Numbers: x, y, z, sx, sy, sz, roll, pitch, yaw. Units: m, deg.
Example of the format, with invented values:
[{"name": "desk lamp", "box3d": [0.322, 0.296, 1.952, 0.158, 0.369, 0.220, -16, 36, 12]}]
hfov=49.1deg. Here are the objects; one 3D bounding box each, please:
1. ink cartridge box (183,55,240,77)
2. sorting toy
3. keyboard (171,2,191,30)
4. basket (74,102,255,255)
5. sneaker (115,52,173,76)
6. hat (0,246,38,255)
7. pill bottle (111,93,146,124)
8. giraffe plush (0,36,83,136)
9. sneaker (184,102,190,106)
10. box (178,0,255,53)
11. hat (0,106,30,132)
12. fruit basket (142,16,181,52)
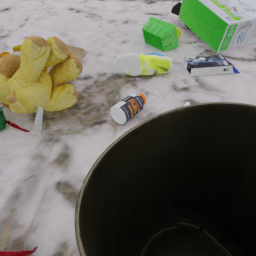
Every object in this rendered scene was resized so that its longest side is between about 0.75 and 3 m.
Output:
[{"name": "ink cartridge box", "box3d": [3.047, -2.293, 10.201, 1.898, 0.372, 0.944, -5, 39, -8]}, {"name": "sorting toy", "box3d": [-3.327, -2.635, 10.629, 2.911, 0.390, 2.169, 21, 49, 25]}, {"name": "keyboard", "box3d": [3.332, -5.049, 13.412, 2.918, 0.578, 1.519, 31, 52, 17]}, {"name": "basket", "box3d": [0.812, 1.549, 3.404, 2.683, 2.975, 2.023, -30, 48, -30]}, {"name": "sneaker", "box3d": [0.567, -2.330, 10.082, 2.008, 0.761, 1.055, 6, 25, 1]}, {"name": "hat", "box3d": [-3.426, 2.317, 4.601, 2.504, 2.204, 2.074, 2, 62, 46]}, {"name": "pill bottle", "box3d": [0.054, -0.603, 7.945, 0.576, 0.576, 1.085, 27, 46, 29]}, {"name": "giraffe plush", "box3d": [-2.929, -1.290, 7.995, 2.187, 2.327, 2.697, 14, 76, 31]}, {"name": "sneaker", "box3d": [1.511, -0.468, 7.963, 0.397, 0.342, 0.939, 16, 43, 15]}, {"name": "box", "box3d": [4.123, -4.864, 12.065, 2.555, 1.400, 2.895, -19, 56, -22]}, {"name": "hat", "box3d": [-3.410, 0.000, 7.600, 0.845, 0.898, 1.020, -46, 25, -26]}, {"name": "fruit basket", "box3d": [1.613, -4.043, 11.837, 1.679, 1.211, 1.679, -9, 49, 11]}]
